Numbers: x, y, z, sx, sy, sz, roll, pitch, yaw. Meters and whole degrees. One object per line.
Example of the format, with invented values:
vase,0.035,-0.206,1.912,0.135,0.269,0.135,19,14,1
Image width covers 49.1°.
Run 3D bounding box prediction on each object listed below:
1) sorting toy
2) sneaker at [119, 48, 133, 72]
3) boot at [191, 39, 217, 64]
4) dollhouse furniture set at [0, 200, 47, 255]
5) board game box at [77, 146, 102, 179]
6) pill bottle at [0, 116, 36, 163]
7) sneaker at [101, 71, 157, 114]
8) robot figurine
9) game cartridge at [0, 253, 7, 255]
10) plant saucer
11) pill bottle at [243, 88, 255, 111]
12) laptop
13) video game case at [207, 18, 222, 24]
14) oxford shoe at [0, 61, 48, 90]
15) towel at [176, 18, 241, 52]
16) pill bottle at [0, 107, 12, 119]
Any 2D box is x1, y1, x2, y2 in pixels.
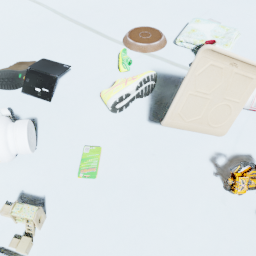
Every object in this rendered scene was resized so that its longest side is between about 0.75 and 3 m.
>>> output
sorting toy,2.747,-1.055,9.073,2.740,2.960,0.540,10,34,-26
sneaker,-0.106,-3.174,13.238,0.633,0.561,1.515,3,56,-3
boot,3.550,-3.448,13.075,1.427,1.074,0.522,-26,52,-22
dollhouse furniture set,-3.152,2.647,7.642,1.324,0.736,1.171,11,48,10
board game box,-1.273,1.170,9.400,0.625,0.196,1.309,3,45,3
pill bottle,-4.572,0.426,9.149,2.812,1.565,1.565,-5,47,-5
sneaker,0.044,-1.734,11.514,2.733,1.068,1.234,-32,52,-26
robot figurine,3.780,1.506,8.382,1.659,1.203,0.483,-9,25,-8
game cartridge,-2.989,3.733,6.984,1.305,0.271,0.869,14,45,13
plant saucer,0.891,-4.766,14.775,2.377,0.409,2.377,-1,47,1
pill bottle,5.756,-1.209,10.752,2.530,1.420,1.420,13,48,11
laptop,-3.521,-2.105,12.070,1.549,1.748,0.903,18,5,17
video game case,4.851,-6.035,16.151,0.801,0.101,0.879,-34,56,-27
oxford shoe,-4.872,-2.345,12.202,2.669,0.970,1.127,-17,46,-31
towel,4.223,-4.755,14.569,2.810,0.677,2.405,22,50,19
pill bottle,-4.976,-0.245,10.367,0.682,0.682,1.232,32,55,27
